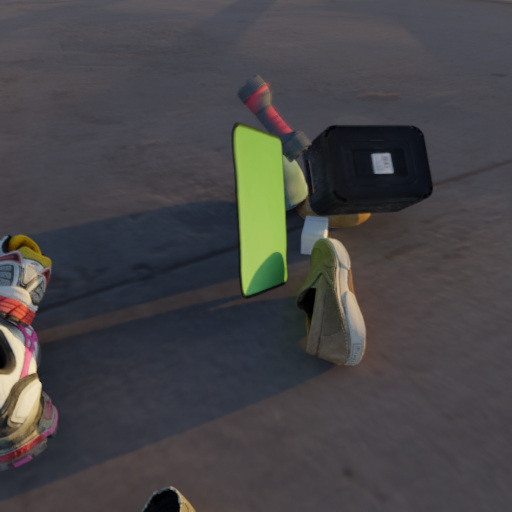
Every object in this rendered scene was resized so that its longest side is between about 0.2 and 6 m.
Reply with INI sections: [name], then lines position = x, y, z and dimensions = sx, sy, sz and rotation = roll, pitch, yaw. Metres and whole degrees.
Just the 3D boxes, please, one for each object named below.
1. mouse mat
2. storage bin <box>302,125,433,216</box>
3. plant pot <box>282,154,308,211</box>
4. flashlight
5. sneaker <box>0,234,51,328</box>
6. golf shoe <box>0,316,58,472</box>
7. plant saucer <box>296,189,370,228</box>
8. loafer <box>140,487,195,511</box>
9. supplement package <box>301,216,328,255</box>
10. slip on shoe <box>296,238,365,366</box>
[mouse mat]
position = 0.112, -0.714, 9.022
dimensions = 0.098, 2.613, 2.103
rotation = 0, 4, 22
[storage bin]
position = 2.256, -1.727, 11.392
dimensions = 2.303, 1.557, 1.080
rotation = -5, -9, -19
[plant pot]
position = 0.257, -1.765, 12.210
dimensions = 1.597, 1.070, 1.597
rotation = -10, 35, 7
[flashlight]
position = 0.355, -2.531, 10.276
dimensions = 1.613, 0.546, 0.548
rotation = 49, 50, 1
[sneaker]
position = -3.510, 0.244, 8.154
dimensions = 2.596, 1.010, 1.066
rotation = 14, 73, 55
[golf shoe]
position = -3.542, 1.210, 7.428
dimensions = 1.196, 1.517, 3.295
rotation = -26, 34, -24
[plant saucer]
position = 1.693, -1.149, 12.241
dimensions = 1.641, 0.291, 1.641
rotation = 1, 33, -1
[loafer]
position = -1.314, 3.126, 5.259
dimensions = 0.859, 0.796, 2.286
rotation = 12, 35, 18
[supplement package]
position = 1.144, -0.400, 10.959
dimensions = 0.447, 0.446, 0.762
rotation = 6, 33, 10
[slip on shoe]
position = 1.047, 0.620, 8.959
dimensions = 0.818, 1.027, 2.700
rotation = 3, 40, -7
